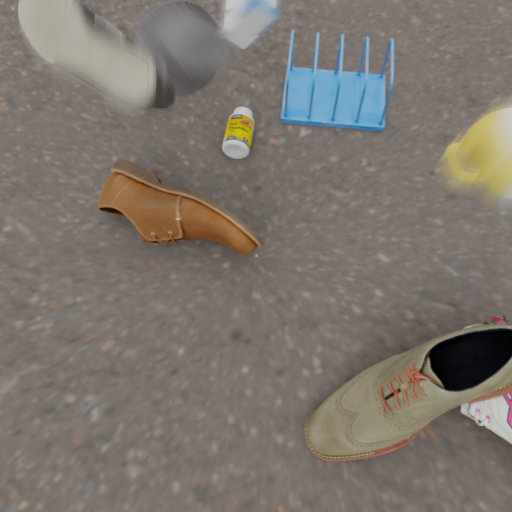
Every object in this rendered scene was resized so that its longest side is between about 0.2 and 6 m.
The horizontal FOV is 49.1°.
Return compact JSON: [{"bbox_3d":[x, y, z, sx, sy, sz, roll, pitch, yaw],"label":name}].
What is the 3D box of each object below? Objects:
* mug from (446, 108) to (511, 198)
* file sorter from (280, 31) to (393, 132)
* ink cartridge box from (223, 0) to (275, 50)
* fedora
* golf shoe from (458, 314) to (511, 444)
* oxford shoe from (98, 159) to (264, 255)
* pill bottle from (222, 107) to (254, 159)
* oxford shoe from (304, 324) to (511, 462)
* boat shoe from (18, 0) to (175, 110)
[{"bbox_3d":[2.717,-1.041,6.237,0.964,0.772,0.791,-24,57,23],"label":"mug"},{"bbox_3d":[1.680,-3.659,11.580,2.176,1.335,1.510,6,63,3],"label":"file sorter"},{"bbox_3d":[-0.086,-3.674,8.224,0.420,0.727,0.996,26,51,-33],"label":"ink cartridge box"},{"bbox_3d":[-1.111,-3.487,9.467,1.711,1.513,0.772,-27,32,-33],"label":"fedora"},{"bbox_3d":[3.922,2.422,8.653,1.334,1.052,2.898,-26,59,11],"label":"golf shoe"},{"bbox_3d":[-1.422,-0.610,10.193,3.344,1.193,1.192,23,77,21],"label":"oxford shoe"},{"bbox_3d":[-0.343,-2.522,11.416,0.552,0.552,1.010,7,62,4],"label":"pill bottle"},{"bbox_3d":[2.220,1.891,8.216,3.631,1.358,1.279,-30,58,8],"label":"oxford shoe"},{"bbox_3d":[-2.119,-2.676,7.401,2.550,0.727,0.852,38,103,17],"label":"boat shoe"}]
